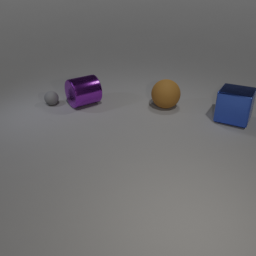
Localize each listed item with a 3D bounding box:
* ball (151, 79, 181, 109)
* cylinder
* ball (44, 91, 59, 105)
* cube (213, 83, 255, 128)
[{"bbox_3d":[1.822,-1.639,13.485,1.400,1.400,1.400,0,30,0],"label":"ball"},{"bbox_3d":[-2.186,-1.804,13.710,1.400,1.400,1.400,-18,35,-29],"label":"cylinder"},{"bbox_3d":[-3.791,-1.492,13.875,0.700,0.700,0.700,0,30,0],"label":"ball"},{"bbox_3d":[4.700,-1.025,12.298,1.400,1.400,1.400,14,30,26],"label":"cube"}]
